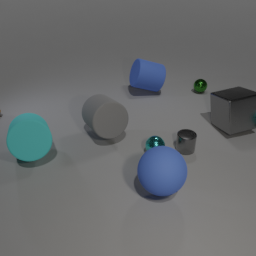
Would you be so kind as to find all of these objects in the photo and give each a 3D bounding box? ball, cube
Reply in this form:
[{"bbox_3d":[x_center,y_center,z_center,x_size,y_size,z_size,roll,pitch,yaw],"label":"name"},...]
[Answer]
[{"bbox_3d":[0.962,1.206,7.908,1.400,1.400,1.400,0,32,0],"label":"ball"},{"bbox_3d":[3.735,-2.184,14.444,0.700,0.700,0.700,0,32,0],"label":"ball"},{"bbox_3d":[0.963,0.617,9.929,0.700,0.700,0.700,0,32,0],"label":"ball"},{"bbox_3d":[4.277,-0.733,11.206,1.400,1.400,1.400,-13,23,-11],"label":"cube"}]

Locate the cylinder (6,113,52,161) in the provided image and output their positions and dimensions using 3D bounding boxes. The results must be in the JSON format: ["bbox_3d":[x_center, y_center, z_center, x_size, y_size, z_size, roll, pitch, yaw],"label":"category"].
[{"bbox_3d":[-3.371,0.275,9.585,1.400,1.400,1.400,-12,16,-18],"label":"cylinder"}]

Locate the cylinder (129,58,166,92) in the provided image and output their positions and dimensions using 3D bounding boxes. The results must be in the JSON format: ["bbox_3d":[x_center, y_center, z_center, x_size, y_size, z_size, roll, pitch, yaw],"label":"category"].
[{"bbox_3d":[0.965,-2.637,14.040,1.400,1.400,1.400,9,28,-21],"label":"cylinder"}]

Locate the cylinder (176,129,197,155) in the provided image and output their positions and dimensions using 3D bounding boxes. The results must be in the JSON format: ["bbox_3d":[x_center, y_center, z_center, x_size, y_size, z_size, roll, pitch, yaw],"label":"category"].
[{"bbox_3d":[2.116,0.508,10.201,0.700,0.700,0.700,0,32,0],"label":"cylinder"}]

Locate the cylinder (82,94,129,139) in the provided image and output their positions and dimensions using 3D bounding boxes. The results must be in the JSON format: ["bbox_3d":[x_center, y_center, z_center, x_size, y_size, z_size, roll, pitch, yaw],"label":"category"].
[{"bbox_3d":[-0.888,-0.463,10.584,1.400,1.400,1.400,-14,24,-22],"label":"cylinder"}]
